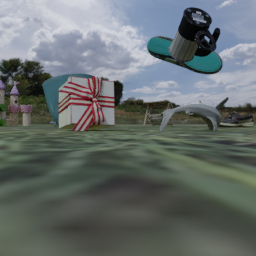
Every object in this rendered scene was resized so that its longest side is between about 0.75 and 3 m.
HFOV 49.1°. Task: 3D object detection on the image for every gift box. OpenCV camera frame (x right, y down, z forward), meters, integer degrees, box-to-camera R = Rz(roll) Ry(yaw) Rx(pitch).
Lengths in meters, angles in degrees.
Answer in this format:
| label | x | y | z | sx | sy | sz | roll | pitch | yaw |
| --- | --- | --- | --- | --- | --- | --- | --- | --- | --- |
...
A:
| label | x | y | z | sx | sy | sz | roll | pitch | yaw |
| --- | --- | --- | --- | --- | --- | --- | --- | --- | --- |
| gift box | -0.834 | -0.390 | 5.206 | 1.041 | 0.960 | 0.972 | -3 | -5 | -30 |

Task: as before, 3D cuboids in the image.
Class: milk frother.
| label | x | y | z | sx | sy | sz | roll | pitch | yaw |
| --- | --- | --- | --- | --- | --- | --- | --- | --- | --- |
| milk frother | 1.693 | -2.203 | 7.349 | 1.176 | 1.304 | 1.226 | 28 | -35 | 7 |

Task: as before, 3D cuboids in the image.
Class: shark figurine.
| label | x | y | z | sx | sy | sz | roll | pitch | yaw |
| --- | --- | --- | --- | --- | --- | --- | --- | --- | --- |
| shark figurine | 1.285 | -0.164 | 4.917 | 1.409 | 0.588 | 0.842 | 8 | -37 | -28 |

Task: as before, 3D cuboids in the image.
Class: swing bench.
| label | x | y | z | sx | sy | sz | roll | pitch | yaw |
| --- | --- | --- | --- | --- | --- | --- | --- | --- | --- |
| swing bench | 1.404 | -0.674 | 12.951 | 1.201 | 1.208 | 0.783 | 1 | 1 | 42 |

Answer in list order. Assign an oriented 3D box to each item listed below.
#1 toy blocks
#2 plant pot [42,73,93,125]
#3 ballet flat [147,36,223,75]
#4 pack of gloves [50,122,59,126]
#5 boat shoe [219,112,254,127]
| label | x | y | z | sx | sy | sz | roll | pitch | yaw |
| --- | --- | --- | --- | --- | --- | --- | --- | --- | --- |
| toy blocks | -6.096 | -1.152 | 12.859 | 2.569 | 2.163 | 2.401 | 1 | 2 | 33 |
| plant pot | -1.862 | -0.837 | 9.501 | 1.834 | 1.472 | 1.834 | -10 | -6 | -1 |
| ballet flat | 2.147 | -2.756 | 10.584 | 2.916 | 1.082 | 1.082 | 26 | 7 | 14 |
| pack of gloves | -3.081 | -0.117 | 12.991 | 0.990 | 0.195 | 0.832 | 5 | -8 | 2 |
| boat shoe | 3.796 | -0.303 | 10.082 | 1.699 | 0.551 | 0.622 | 0 | 1 | -26 |
